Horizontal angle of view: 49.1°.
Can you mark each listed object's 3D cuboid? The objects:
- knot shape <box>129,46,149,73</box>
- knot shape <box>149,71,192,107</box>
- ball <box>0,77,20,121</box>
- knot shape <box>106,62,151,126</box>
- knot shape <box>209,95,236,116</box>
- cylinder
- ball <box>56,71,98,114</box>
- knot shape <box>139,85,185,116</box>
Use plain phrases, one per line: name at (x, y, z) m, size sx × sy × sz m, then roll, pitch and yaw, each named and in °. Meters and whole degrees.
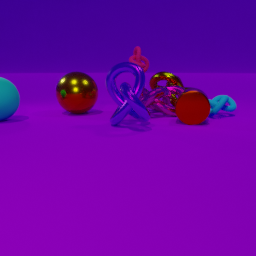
knot shape at (0.413, -2.580, 10.864) m, size 0.495 × 1.072 × 1.003 m, roll -18°, pitch 18°, yaw 25°
knot shape at (1.835, -1.259, 9.994) m, size 1.977 × 0.914 × 1.850 m, roll 16°, pitch 21°, yaw -44°
ball at (-3.699, -0.811, 7.853) m, size 1.241 × 1.241 × 1.241 m, roll 0°, pitch 12°, yaw 0°
knot shape at (-0.066, -0.693, 7.137) m, size 0.768 × 1.661 × 1.555 m, roll -6°, pitch -30°, yaw -26°
knot shape at (2.770, -0.704, 8.681) m, size 1.189 × 0.550 × 1.113 m, roll -9°, pitch 6°, yaw 11°
cylinder at (1.781, -0.610, 7.721) m, size 0.916 × 0.916 × 0.916 m, roll 3°, pitch 13°, yaw 13°
ball at (-1.649, -1.143, 9.108) m, size 1.370 × 1.370 × 1.370 m, roll 0°, pitch 12°, yaw 0°
knot shape at (0.862, -0.878, 8.861) m, size 1.961 × 0.906 × 1.835 m, roll 9°, pitch 15°, yaw 30°
